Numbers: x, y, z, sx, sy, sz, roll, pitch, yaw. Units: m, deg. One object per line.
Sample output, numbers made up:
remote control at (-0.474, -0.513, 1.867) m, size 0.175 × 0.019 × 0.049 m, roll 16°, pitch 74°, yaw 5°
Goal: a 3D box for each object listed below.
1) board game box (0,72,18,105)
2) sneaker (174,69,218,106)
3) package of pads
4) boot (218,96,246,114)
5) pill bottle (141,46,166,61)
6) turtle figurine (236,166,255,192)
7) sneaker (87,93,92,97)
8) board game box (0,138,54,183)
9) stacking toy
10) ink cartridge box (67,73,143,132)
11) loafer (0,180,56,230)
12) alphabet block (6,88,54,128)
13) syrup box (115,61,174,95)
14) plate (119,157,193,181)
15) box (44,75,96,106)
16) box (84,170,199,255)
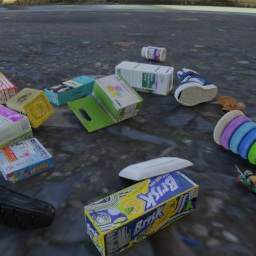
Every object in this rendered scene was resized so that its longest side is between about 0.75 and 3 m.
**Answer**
board game box at (-6.332, -1.690, 12.390) m, size 2.104 × 0.643 × 2.778 m, roll -20°, pitch 36°, yaw -31°
sneaker at (2.432, -1.820, 11.836) m, size 2.465 × 0.993 × 1.805 m, roll -8°, pitch 40°, yaw -37°
package of pads at (-4.885, 0.018, 9.109) m, size 2.810 × 0.958 × 2.171 m, roll 19°, pitch 35°, yaw 30°
boot at (3.962, -0.860, 11.186) m, size 1.228 × 0.453 × 0.950 m, roll 24°, pitch 42°, yaw 40°
pill bottle at (1.590, -4.635, 17.379) m, size 1.423 × 0.793 × 0.793 m, roll 16°, pitch 34°, yaw 26°
turtle figurine at (3.303, 1.380, 7.116) m, size 0.904 × 0.608 × 1.207 m, roll -20°, pitch 48°, yaw -11°
sneaker at (-0.967, -1.190, 11.509) m, size 0.744 × 0.669 × 1.909 m, roll 12°, pitch 30°, yaw 34°
board game box at (-3.052, 0.910, 8.148) m, size 1.309 × 0.374 × 1.337 m, roll -21°, pitch 36°, yaw -31°
stacking toy at (3.901, 0.658, 7.981) m, size 1.238 × 1.238 × 2.900 m, roll -17°, pitch 40°, yaw -28°
ink cartridge box at (-0.844, -0.978, 10.395) m, size 2.262 × 0.857 × 1.672 m, roll -23°, pitch 61°, yaw -35°
loafer at (-2.823, 1.606, 6.369) m, size 2.709 × 0.920 × 0.951 m, roll 6°, pitch 39°, yaw 16°
alphabet block at (-3.417, -0.716, 9.810) m, size 1.011 × 0.988 × 0.993 m, roll 14°, pitch 50°, yaw 32°
syrup box at (0.776, -2.376, 13.203) m, size 2.595 × 1.022 × 1.057 m, roll 13°, pitch 32°, yaw 20°
plate at (0.651, 1.016, 7.326) m, size 1.537 × 0.248 × 1.533 m, roll -12°, pitch 0°, yaw -19°
box at (-2.505, -1.717, 12.524) m, size 0.927 × 0.554 × 2.254 m, roll 22°, pitch 37°, yaw 34°
box at (0.358, 1.781, 6.207) m, size 2.496 × 0.802 × 0.874 m, roll -17°, pitch 34°, yaw -29°
